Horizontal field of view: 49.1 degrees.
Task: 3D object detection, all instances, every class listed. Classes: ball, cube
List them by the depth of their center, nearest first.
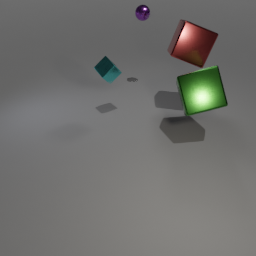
[{"bbox_3d":[2.579,-1.270,10.013,1.400,1.400,1.400,-15,1,9],"label":"cube"},{"bbox_3d":[2.559,-3.438,11.349,1.400,1.400,1.400,20,22,-6],"label":"cube"},{"bbox_3d":[-0.828,-2.379,11.520,0.700,0.700,0.700,-43,63,9],"label":"cube"},{"bbox_3d":[0.683,-5.355,13.021,0.700,0.700,0.700,0,31,0],"label":"ball"}]
